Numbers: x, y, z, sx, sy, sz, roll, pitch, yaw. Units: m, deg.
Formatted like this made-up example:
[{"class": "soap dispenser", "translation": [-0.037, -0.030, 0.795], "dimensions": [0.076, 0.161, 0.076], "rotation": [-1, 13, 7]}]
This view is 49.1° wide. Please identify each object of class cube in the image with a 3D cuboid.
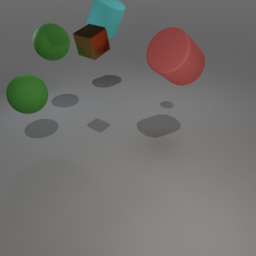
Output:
[{"class": "cube", "translation": [-1.045, -2.510, 8.141], "dimensions": [0.700, 0.700, 0.700], "rotation": [25, 54, 31]}]

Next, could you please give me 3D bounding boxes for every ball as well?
[{"class": "ball", "translation": [-3.538, -1.195, 9.881], "dimensions": [1.400, 1.400, 1.400], "rotation": [0, 32, 0]}, {"class": "ball", "translation": [-2.967, -3.332, 10.897], "dimensions": [1.400, 1.400, 1.400], "rotation": [0, 32, 0]}]

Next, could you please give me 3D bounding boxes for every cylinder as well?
[{"class": "cylinder", "translation": [-1.007, -4.989, 12.524], "dimensions": [1.400, 1.400, 1.400], "rotation": [17, 38, -14]}, {"class": "cylinder", "translation": [1.506, -2.169, 8.697], "dimensions": [1.400, 1.400, 1.400], "rotation": [25, 6, 34]}]
